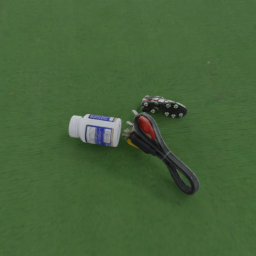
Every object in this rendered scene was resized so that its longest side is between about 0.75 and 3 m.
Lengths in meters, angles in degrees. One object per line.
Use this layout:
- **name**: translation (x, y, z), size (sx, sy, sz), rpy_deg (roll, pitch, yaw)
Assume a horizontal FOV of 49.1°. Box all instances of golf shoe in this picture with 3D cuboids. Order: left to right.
- **golf shoe**: translation (1.167, -0.748, 8.889), size (1.479, 0.571, 0.652), rpy_deg (12, 39, 3)

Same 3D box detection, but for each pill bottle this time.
- **pill bottle**: translation (-0.942, 0.041, 8.096), size (1.387, 0.830, 0.830), rpy_deg (9, 54, 6)

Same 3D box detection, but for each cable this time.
- **cable**: translation (0.941, 0.518, 7.530), size (2.754, 1.338, 0.693), rpy_deg (37, 39, 19)
